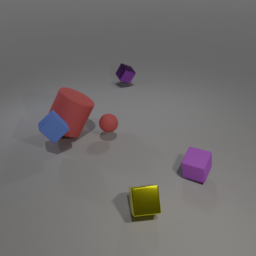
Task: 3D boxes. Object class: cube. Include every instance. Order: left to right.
[{"bbox_3d":[-2.500,-0.048,9.397,0.700,0.700,0.700,-43,28,-1],"label":"cube"},{"bbox_3d":[-0.133,-2.943,15.118,0.700,0.700,0.700,9,37,-38],"label":"cube"},{"bbox_3d":[0.419,1.861,7.274,0.700,0.700,0.700,-5,-9,-6],"label":"cube"},{"bbox_3d":[2.087,1.107,8.472,0.700,0.700,0.700,14,49,29],"label":"cube"}]

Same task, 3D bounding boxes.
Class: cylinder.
[{"bbox_3d":[-2.168,-0.591,10.490,1.400,1.400,1.400,26,17,-9],"label":"cylinder"}]

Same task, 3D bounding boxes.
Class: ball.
[{"bbox_3d":[-0.709,-0.181,10.255,0.700,0.700,0.700,0,30,0],"label":"ball"}]
